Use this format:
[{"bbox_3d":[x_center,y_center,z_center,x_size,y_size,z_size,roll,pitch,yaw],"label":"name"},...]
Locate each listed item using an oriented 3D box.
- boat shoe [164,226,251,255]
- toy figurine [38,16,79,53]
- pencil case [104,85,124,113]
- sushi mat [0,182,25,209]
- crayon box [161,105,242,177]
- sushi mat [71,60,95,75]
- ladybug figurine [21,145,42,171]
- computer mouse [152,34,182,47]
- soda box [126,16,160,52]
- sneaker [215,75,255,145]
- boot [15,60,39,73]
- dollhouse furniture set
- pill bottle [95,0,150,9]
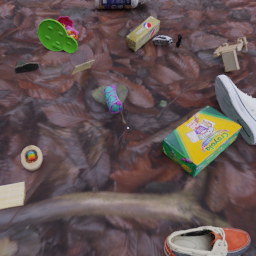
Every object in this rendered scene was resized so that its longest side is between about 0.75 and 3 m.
[{"bbox_3d":[2.018,2.826,6.974,2.243,0.702,0.798,-3,47,-4],"label":"boat shoe"},{"bbox_3d":[-2.972,-4.576,13.303,1.959,1.471,1.803,27,41,-5],"label":"toy figurine"},{"bbox_3d":[-0.548,-1.052,10.212,0.508,0.551,1.193,22,29,-34],"label":"pencil case"},{"bbox_3d":[-3.782,2.020,8.089,1.580,0.096,0.756,-9,48,-8],"label":"sushi mat"},{"bbox_3d":[2.394,0.359,9.150,2.333,0.680,1.385,-34,57,-26],"label":"crayon box"},{"bbox_3d":[-1.849,-2.508,11.517,1.086,0.520,0.066,-33,81,-41],"label":"sushi mat"},{"bbox_3d":[-3.025,0.966,8.846,0.654,0.347,0.964,-14,50,-12],"label":"ladybug figurine"},{"bbox_3d":[1.843,-4.138,13.140,1.393,0.764,0.306,8,73,13],"label":"computer mouse"},{"bbox_3d":[0.705,-4.417,13.100,0.585,0.619,1.829,36,67,17],"label":"soda box"},{"bbox_3d":[4.097,-0.741,9.938,1.048,1.081,2.961,-15,60,-9],"label":"sneaker"},{"bbox_3d":[-4.404,-2.783,12.169,0.994,0.385,0.687,-11,44,-10],"label":"boot"},{"bbox_3d":[4.587,-3.256,12.424,1.000,0.854,1.929,-2,30,41],"label":"dollhouse furniture set"},{"bbox_3d":[-0.319,-7.482,15.437,2.989,1.660,1.660,-1,49,-1],"label":"pill bottle"}]
